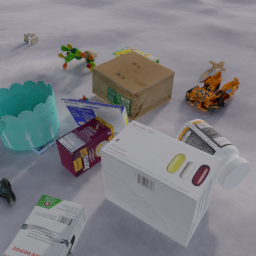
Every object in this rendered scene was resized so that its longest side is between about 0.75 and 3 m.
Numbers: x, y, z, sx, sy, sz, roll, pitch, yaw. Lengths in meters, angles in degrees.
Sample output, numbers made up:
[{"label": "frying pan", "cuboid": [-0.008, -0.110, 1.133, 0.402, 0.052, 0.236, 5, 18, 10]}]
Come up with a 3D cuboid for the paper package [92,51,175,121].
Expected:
[{"label": "paper package", "cuboid": [0.201, -2.007, 12.620, 2.737, 1.485, 2.871, -31, 51, -30]}]

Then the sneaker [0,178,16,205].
[{"label": "sneaker", "cuboid": [-3.881, 2.074, 8.867, 0.447, 0.426, 1.129, -33, 43, -15]}]

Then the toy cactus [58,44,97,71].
[{"label": "toy cactus", "cuboid": [-2.452, -3.771, 15.127, 2.490, 1.273, 2.055, 24, 28, 28]}]

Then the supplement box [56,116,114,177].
[{"label": "supplement box", "cuboid": [-1.425, 0.618, 9.834, 1.856, 1.215, 0.958, -34, 51, -31]}]

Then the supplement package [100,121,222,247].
[{"label": "supplement package", "cuboid": [0.855, 1.504, 8.041, 2.859, 2.226, 1.585, 24, 47, 26]}]

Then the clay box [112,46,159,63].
[{"label": "clay box", "cuboid": [0.381, -3.696, 15.237, 2.328, 0.554, 1.338, 32, 50, 31]}]

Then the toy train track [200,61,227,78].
[{"label": "toy train track", "cuboid": [4.436, -3.010, 14.711, 1.804, 0.294, 1.035, -33, 58, -25]}]

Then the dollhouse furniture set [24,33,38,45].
[{"label": "dollhouse furniture set", "cuboid": [-6.056, -5.674, 17.344, 0.800, 0.755, 0.522, 31, 48, 15]}]

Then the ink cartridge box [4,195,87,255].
[{"label": "ink cartridge box", "cuboid": [-2.129, 2.910, 7.543, 1.386, 0.785, 1.890, 13, 43, 14]}]

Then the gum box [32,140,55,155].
[{"label": "gum box", "cuboid": [-3.353, 0.582, 10.651, 0.842, 0.188, 0.716, 27, 48, 27]}]

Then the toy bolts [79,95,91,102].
[{"label": "toy bolts", "cuboid": [-1.851, -0.947, 12.314, 0.785, 0.570, 0.821, -36, 50, 21]}]

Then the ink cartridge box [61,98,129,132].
[{"label": "ink cartridge box", "cuboid": [-1.131, -0.559, 10.481, 2.171, 2.197, 0.516, 10, 65, 10]}]

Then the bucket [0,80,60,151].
[{"label": "bucket", "cuboid": [-3.879, -0.491, 10.567, 2.601, 1.692, 2.601, -4, 35, 3]}]

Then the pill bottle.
[{"label": "pill bottle", "cuboid": [2.666, 0.808, 8.965, 1.317, 1.317, 2.264, -19, 43, -20]}]

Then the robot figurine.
[{"label": "robot figurine", "cuboid": [3.828, -1.670, 12.776, 1.906, 0.765, 2.629, 32, 50, 33]}]
